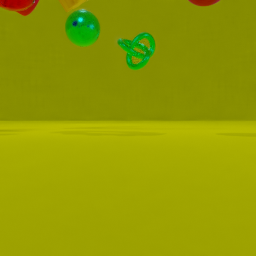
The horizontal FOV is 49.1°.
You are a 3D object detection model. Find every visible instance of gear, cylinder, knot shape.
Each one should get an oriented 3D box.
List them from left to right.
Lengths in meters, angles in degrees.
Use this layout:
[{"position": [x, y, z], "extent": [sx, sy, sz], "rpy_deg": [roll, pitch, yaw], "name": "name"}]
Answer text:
[{"position": [-2.905, -3.632, 7.069], "extent": [1.132, 1.132, 1.132], "rpy_deg": [2, -13, 44], "name": "cylinder"}, {"position": [-0.669, -3.444, 6.468], "extent": [2.086, 0.386, 2.086], "rpy_deg": [-29, 22, 13], "name": "gear"}, {"position": [0.361, -2.852, 10.550], "extent": [1.528, 1.430, 0.706], "rpy_deg": [-1, -19, -9], "name": "knot shape"}]

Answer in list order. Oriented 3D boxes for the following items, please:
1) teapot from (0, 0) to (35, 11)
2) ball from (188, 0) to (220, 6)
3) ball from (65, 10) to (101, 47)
[{"position": [-2.242, -2.776, 5.482], "extent": [0.848, 1.364, 0.668], "rpy_deg": [14, -37, -3], "name": "teapot"}, {"position": [1.569, -2.998, 5.621], "extent": [1.024, 1.024, 1.024], "rpy_deg": [0, 2, 0], "name": "ball"}, {"position": [-1.470, -3.233, 9.115], "extent": [1.146, 1.146, 1.146], "rpy_deg": [0, 2, 0], "name": "ball"}]
